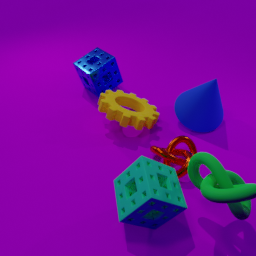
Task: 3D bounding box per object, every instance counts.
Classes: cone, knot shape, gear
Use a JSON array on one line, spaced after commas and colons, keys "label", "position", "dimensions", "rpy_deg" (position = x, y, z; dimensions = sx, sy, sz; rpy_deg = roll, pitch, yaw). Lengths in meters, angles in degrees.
[{"label": "cone", "position": [2.163, -0.883, 7.680], "dimensions": [1.489, 1.494, 1.489], "rpy_deg": [2, 62, -4]}, {"label": "knot shape", "position": [1.657, 0.998, 5.099], "dimensions": [1.358, 1.451, 0.670], "rpy_deg": [36, 92, 33]}, {"label": "knot shape", "position": [1.246, 0.649, 6.931], "dimensions": [1.151, 0.568, 1.230], "rpy_deg": [-24, 44, -28]}, {"label": "gear", "position": [0.018, -0.560, 8.129], "dimensions": [1.762, 0.326, 1.762], "rpy_deg": [16, 27, -9]}]

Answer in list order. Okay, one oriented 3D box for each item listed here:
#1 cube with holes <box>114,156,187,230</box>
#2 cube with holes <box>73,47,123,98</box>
[{"label": "cube with holes", "position": [0.400, 1.274, 5.433], "dimensions": [0.911, 0.911, 0.911], "rpy_deg": [24, 36, -31]}, {"label": "cube with holes", "position": [-1.008, -1.895, 9.584], "dimensions": [1.065, 1.065, 1.065], "rpy_deg": [-38, 49, -16]}]
